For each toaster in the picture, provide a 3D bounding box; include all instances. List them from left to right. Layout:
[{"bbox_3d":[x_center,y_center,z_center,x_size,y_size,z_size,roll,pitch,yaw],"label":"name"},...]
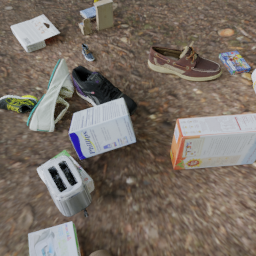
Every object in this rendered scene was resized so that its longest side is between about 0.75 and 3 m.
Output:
[{"bbox_3d":[-1.404,1.338,6.434,0.830,0.943,1.460,-27,55,-17],"label":"toaster"}]

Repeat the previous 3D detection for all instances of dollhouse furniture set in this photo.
[{"bbox_3d":[-1.610,-5.170,12.199,1.640,1.134,1.737,-25,55,-19],"label":"dollhouse furniture set"}]

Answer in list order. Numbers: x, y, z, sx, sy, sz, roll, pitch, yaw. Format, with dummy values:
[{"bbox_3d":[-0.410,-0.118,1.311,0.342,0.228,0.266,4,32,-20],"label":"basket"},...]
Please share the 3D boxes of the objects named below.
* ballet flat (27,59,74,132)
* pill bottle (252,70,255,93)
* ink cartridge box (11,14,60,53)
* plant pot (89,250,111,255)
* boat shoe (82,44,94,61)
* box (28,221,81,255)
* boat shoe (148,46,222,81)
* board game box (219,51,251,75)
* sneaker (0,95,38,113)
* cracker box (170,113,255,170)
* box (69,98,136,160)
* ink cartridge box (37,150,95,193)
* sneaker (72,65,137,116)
[{"bbox_3d":[-2.303,-1.026,9.159,0.999,0.999,2.879,10,56,8],"label":"ballet flat"},{"bbox_3d":[4.708,-1.274,9.239,0.921,0.921,1.612,-1,52,-1],"label":"pill bottle"},{"bbox_3d":[-3.841,-3.965,11.707,1.519,0.386,1.724,-28,57,-19],"label":"ink cartridge box"},{"bbox_3d":[-0.521,3.072,5.880,0.952,0.952,0.831,-24,38,-18],"label":"plant pot"},{"bbox_3d":[-1.585,-2.945,10.918,0.285,0.366,0.806,-27,56,-20],"label":"boat shoe"},{"bbox_3d":[-1.586,2.840,6.207,1.022,0.560,1.159,-13,52,-8],"label":"box"},{"bbox_3d":[2.068,-2.451,10.130,2.716,0.978,0.980,15,53,11],"label":"boat shoe"},{"bbox_3d":[4.050,-2.501,10.676,0.742,0.189,1.096,-11,52,-8],"label":"board game box"},{"bbox_3d":[-3.620,-0.750,9.101,1.293,0.481,0.547,-7,52,-6],"label":"sneaker"},{"bbox_3d":[2.397,0.388,7.506,2.327,1.559,0.671,-3,51,-3],"label":"cracker box"},{"bbox_3d":[-0.697,-0.028,7.772,1.606,0.842,1.477,-17,24,2],"label":"box"},{"bbox_3d":[-1.630,1.344,7.400,0.920,0.534,1.271,-36,60,-25],"label":"ink cartridge box"},{"bbox_3d":[-0.863,-1.168,8.918,2.509,1.099,0.950,28,66,25],"label":"sneaker"}]
